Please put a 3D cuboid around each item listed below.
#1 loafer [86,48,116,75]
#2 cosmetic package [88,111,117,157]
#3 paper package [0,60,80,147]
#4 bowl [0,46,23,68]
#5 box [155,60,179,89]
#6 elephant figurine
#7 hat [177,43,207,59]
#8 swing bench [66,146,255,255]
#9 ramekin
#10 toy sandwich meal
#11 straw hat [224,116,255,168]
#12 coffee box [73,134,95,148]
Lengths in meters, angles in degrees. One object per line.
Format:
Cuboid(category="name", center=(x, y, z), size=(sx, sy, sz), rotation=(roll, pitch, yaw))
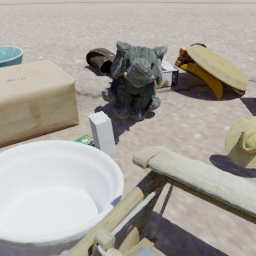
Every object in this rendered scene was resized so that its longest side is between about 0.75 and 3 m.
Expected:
Cuboid(category="loafer", center=(-0.943, -2.718, 11.636), size=(2.490, 0.909, 0.884), rotation=(23, 37, 34))
Cuboid(category="cosmetic package", center=(-0.581, 0.161, 6.395), size=(0.383, 0.943, 0.532), rotation=(-20, 31, -18))
Cuboid(category="paper package", center=(-3.077, -0.845, 8.042), size=(2.670, 1.381, 2.545), rotation=(-19, 36, -27))
Cuboid(category="bowl", center=(-5.009, -2.201, 10.507), size=(2.271, 1.188, 2.271), rotation=(0, 30, 0))
Cuboid(category="box", center=(0.657, -1.977, 10.639), size=(2.204, 0.663, 1.285), rotation=(-11, 33, -18))
Cuboid(category="elephant figurine", center=(0.332, -1.587, 7.668), size=(1.895, 2.679, 2.078), rotation=(-25, 63, -24))
Cuboid(category="hat", center=(3.247, -3.503, 13.091), size=(1.994, 0.804, 1.994), rotation=(-1, 30, 1))
Cuboid(category="swing bench", center=(0.960, 1.545, 3.028), size=(2.570, 1.676, 2.584), rotation=(20, 58, 33))
Cuboid(category="ramekin", center=(-1.264, 1.264, 4.582), size=(2.323, 1.132, 2.323), rotation=(4, 28, -2))
Cuboid(category="toy sandwich meal", center=(3.045, -2.060, 10.364), size=(2.953, 1.011, 2.953), rotation=(24, 31, -15))
Cuboid(category="straw hat", center=(2.610, 0.269, 5.850), size=(1.187, 1.187, 0.502), rotation=(15, -6, 23))
Cuboid(category="coffee box", center=(-0.964, 0.435, 7.080), size=(0.751, 0.165, 0.462), rotation=(22, 38, 33))
